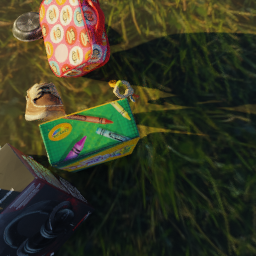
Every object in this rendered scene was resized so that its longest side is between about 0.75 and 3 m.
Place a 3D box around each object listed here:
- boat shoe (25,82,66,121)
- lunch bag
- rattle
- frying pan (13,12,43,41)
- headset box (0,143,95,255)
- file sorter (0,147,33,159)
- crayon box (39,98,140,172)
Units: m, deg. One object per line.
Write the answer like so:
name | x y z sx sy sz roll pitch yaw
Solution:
boat shoe | -2.086 -0.676 6.827 0.914 2.413 0.866 -4 102 -27
lunch bag | -1.431 -2.746 7.776 2.097 0.975 2.380 -15 87 41
rattle | -0.122 -1.086 8.274 0.809 0.578 0.527 17 80 -35
frying pan | -2.726 -3.308 8.995 2.038 0.332 1.233 -1 63 4
headset box | -2.290 1.835 5.725 1.145 2.966 2.207 38 79 29
file sorter | -3.480 0.990 6.378 1.349 2.167 1.504 2 69 31
crayon box | -0.753 0.319 6.417 1.702 2.865 0.835 -18 80 -6
